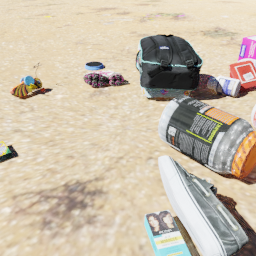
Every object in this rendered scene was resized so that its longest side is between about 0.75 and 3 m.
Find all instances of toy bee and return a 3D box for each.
[{"bbox_3d":[-3.551,-1.607,10.471,1.582,0.860,1.035,-45,27,-9],"label":"toy bee"}]

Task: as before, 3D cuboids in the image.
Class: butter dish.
[{"bbox_3d":[4.464,-1.973,11.039,1.106,0.817,1.103,-15,75,-13],"label":"butter dish"}]

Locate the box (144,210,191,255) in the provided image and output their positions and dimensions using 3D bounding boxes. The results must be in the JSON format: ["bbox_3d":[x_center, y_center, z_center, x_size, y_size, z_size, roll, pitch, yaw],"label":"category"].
[{"bbox_3d":[0.707,2.045,4.937,0.513,0.306,1.247,-8,33,-12],"label":"box"}]

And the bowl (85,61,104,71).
[{"bbox_3d":[-1.575,-2.913,13.082,0.877,0.172,0.877,0,32,0],"label":"bowl"}]

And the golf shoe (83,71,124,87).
[{"bbox_3d":[-1.019,-1.992,11.254,1.625,0.590,0.748,-1,26,-18],"label":"golf shoe"}]

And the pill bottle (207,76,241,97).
[{"bbox_3d":[3.589,-1.599,10.506,1.080,0.646,0.646,22,38,31],"label":"pill bottle"}]

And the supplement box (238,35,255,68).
[{"bbox_3d":[6.405,-3.244,12.557,1.297,1.270,2.509,-15,35,-23],"label":"supplement box"}]

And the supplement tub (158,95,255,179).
[{"bbox_3d":[1.991,0.188,6.864,1.401,1.401,2.286,-26,42,-35],"label":"supplement tub"}]

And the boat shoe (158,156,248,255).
[{"bbox_3d":[1.338,1.387,5.403,0.862,0.876,2.431,-20,42,-7],"label":"boat shoe"}]

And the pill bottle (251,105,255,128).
[{"bbox_3d":[4.305,0.180,6.872,1.446,1.446,2.595,-3,32,-5],"label":"pill bottle"}]

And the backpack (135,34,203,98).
[{"bbox_3d":[1.384,-2.348,10.380,2.256,1.968,2.567,-2,47,-4],"label":"backpack"}]

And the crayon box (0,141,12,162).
[{"bbox_3d":[-3.425,0.606,7.362,0.488,0.200,0.777,-22,38,-32],"label":"crayon box"}]
